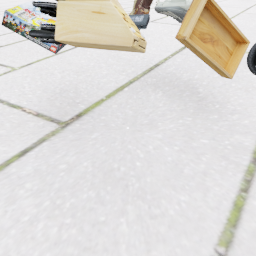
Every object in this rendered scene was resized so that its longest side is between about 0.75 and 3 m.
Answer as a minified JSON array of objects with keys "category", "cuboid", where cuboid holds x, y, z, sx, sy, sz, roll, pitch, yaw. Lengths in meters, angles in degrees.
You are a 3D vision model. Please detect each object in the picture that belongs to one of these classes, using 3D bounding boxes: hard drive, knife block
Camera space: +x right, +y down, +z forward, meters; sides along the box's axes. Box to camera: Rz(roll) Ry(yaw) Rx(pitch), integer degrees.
[{"category":"hard drive","cuboid":[0.018,-3.024,7.993,1.129,0.186,0.788,3,41,12]},{"category":"knife block","cuboid":[-0.819,-1.616,4.767,1.874,1.645,0.600,57,24,10]}]

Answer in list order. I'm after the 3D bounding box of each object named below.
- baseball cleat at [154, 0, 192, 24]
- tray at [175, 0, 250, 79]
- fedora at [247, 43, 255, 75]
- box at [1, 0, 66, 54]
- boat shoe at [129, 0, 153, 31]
[{"category":"baseball cleat","cuboid":[1.951,-4.185,10.541,0.947,1.445,2.715,-29,30,-16]},{"category":"tray","cuboid":[2.597,-2.611,8.326,2.680,1.322,0.496,22,6,-40]},{"category":"fedora","cuboid":[3.345,-1.809,6.802,1.110,1.110,0.507,-3,27,-5]},{"category":"box","cuboid":[-2.298,-2.993,8.002,1.534,0.423,2.246,28,33,-8]},{"category":"boat shoe","cuboid":[0.534,-4.205,10.272,0.744,2.063,0.743,-14,66,-39]}]
